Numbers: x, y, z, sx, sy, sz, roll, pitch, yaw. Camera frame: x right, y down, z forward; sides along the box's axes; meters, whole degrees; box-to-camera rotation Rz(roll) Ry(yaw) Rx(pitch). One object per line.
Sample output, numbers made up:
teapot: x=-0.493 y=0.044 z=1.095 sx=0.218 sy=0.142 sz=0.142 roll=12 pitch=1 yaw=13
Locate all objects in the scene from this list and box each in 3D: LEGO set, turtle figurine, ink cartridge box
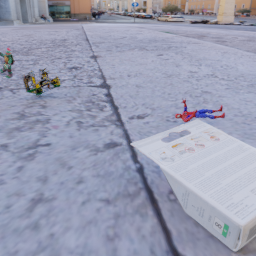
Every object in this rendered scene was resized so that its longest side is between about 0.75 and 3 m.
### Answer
LEGO set: x=-3.076 y=-1.720 z=9.888 sx=1.282 sy=0.743 sz=0.986 roll=-19 pitch=-6 yaw=27
turtle figurine: x=-4.325 y=-2.364 z=9.936 sx=0.577 sy=1.147 sz=0.859 roll=-15 pitch=58 yaw=-30
ink cartridge box: x=1.529 y=0.763 z=5.072 sx=1.992 sy=0.620 sz=2.475 roll=-18 pitch=32 yaw=-33

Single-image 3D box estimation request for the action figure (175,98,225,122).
action figure: x=1.922 y=-0.491 z=7.567 sx=1.311 sy=0.649 sz=0.428 roll=-8 pitch=49 yaw=7
